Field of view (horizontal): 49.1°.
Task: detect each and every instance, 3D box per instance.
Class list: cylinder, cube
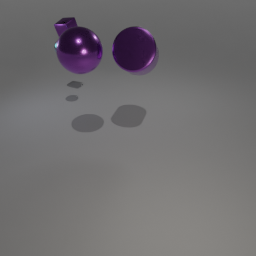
[{"bbox_3d":[0.292,-2.518,9.374,1.400,1.400,1.400,6,7,9],"label":"cylinder"},{"bbox_3d":[-2.695,-4.404,12.387,0.700,0.700,0.700,10,48,29],"label":"cube"}]

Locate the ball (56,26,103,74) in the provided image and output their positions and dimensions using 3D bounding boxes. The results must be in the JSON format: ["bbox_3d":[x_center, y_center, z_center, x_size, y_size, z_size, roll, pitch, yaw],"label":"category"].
[{"bbox_3d":[-1.467,-2.344,8.516,1.400,1.400,1.400,0,31,0],"label":"ball"}]

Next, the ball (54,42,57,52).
[{"bbox_3d":[-2.603,-3.219,11.269,0.700,0.700,0.700,0,31,0],"label":"ball"}]
